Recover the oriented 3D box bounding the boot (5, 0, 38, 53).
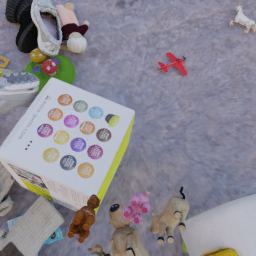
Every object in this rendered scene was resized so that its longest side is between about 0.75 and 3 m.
[{"bbox_3d":[-3.840,-3.779,10.108,1.643,0.827,2.197,18,71,15],"label":"boot"}]

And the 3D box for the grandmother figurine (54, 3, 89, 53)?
[{"bbox_3d":[-2.073,-3.488,9.842,1.514,0.756,2.497,-27,54,-3],"label":"grandmother figurine"}]

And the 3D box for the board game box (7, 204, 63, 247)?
[{"bbox_3d":[-2.380,2.614,7.193,1.195,0.280,0.902,-20,65,-10],"label":"board game box"}]

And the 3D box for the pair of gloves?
[{"bbox_3d":[-3.208,2.442,6.952,2.942,0.516,2.502,29,78,24],"label":"pair of gloves"}]

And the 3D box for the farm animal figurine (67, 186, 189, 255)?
[{"bbox_3d":[0.054,1.400,3.686,1.500,0.782,1.483,-2,103,10],"label":"farm animal figurine"}]

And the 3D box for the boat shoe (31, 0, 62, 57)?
[{"bbox_3d":[-2.578,-3.468,9.118,0.874,0.761,2.372,7,60,-38],"label":"boat shoe"}]

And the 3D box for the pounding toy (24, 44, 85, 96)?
[{"bbox_3d":[-2.574,-2.206,9.199,1.731,1.041,2.242,15,65,7],"label":"pounding toy"}]

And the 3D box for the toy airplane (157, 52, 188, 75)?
[{"bbox_3d":[1.524,-2.215,9.668,1.185,0.218,1.185,0,62,1],"label":"toy airplane"}]

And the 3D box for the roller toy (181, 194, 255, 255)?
[{"bbox_3d":[2.363,2.513,6.056,2.090,2.292,1.601,-19,64,-4],"label":"roller toy"}]

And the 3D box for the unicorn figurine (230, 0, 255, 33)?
[{"bbox_3d":[4.293,-4.075,10.508,0.941,0.506,1.370,-39,84,-28],"label":"unicorn figurine"}]

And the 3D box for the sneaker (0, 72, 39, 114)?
[{"bbox_3d":[-3.136,-0.591,6.257,2.323,0.952,0.868,-11,38,-26],"label":"sneaker"}]

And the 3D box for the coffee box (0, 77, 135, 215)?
[{"bbox_3d":[-1.336,0.590,6.944,2.241,2.266,2.262,23,61,5],"label":"coffee box"}]

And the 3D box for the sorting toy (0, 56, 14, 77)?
[{"bbox_3d":[-4.486,-1.548,8.865,1.483,0.359,2.633,11,51,-16],"label":"sorting toy"}]
